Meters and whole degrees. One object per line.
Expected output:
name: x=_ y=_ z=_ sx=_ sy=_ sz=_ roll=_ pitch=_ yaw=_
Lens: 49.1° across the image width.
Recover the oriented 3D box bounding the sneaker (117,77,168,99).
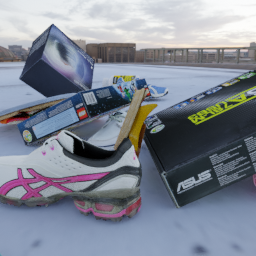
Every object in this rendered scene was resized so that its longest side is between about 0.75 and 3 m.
sneaker: x=0.604 y=-1.695 z=11.970 sx=2.335 sy=0.899 sz=0.884 roll=0 pitch=5 yaw=-9

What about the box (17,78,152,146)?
box: x=-0.924 y=-0.487 z=7.066 sx=2.042 sy=0.563 sz=2.989 roll=-21 pitch=3 yaw=32

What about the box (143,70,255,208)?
box: x=1.747 y=-0.107 z=5.071 sx=2.977 sy=0.707 sz=2.875 roll=-24 pitch=14 yaw=3

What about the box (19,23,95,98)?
box: x=-2.268 y=-2.006 z=9.497 sx=1.255 sy=2.036 sz=2.020 roll=-28 pitch=43 yaw=30

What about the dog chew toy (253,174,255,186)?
dog chew toy: x=2.472 y=0.641 z=4.209 sx=1.346 sy=0.838 sz=0.838 roll=-14 pitch=19 yaw=-18

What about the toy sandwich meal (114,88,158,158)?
toy sandwich meal: x=0.137 y=-0.014 z=4.539 sx=0.441 sy=1.288 sz=1.288 roll=21 pitch=16 yaw=-2

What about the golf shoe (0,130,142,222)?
golf shoe: x=-0.988 y=0.525 z=3.961 sx=2.441 sy=1.124 sz=0.886 roll=3 pitch=16 yaw=13

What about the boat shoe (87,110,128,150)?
boat shoe: x=-0.247 y=-0.032 z=6.501 sx=0.865 sy=0.785 sz=2.351 roll=7 pitch=17 yaw=22

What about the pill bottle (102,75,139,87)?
pill bottle: x=-0.315 y=-2.009 z=13.220 sx=1.686 sy=0.948 sz=0.948 roll=1 pitch=16 yaw=7

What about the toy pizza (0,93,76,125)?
toy pizza: x=-2.491 y=-0.447 z=7.682 sx=2.486 sy=0.394 sz=2.486 roll=-16 pitch=5 yaw=2

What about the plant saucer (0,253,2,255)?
plant saucer: x=-1.661 y=1.441 z=2.480 sx=1.082 sy=0.148 sz=1.082 roll=0 pitch=15 yaw=0
